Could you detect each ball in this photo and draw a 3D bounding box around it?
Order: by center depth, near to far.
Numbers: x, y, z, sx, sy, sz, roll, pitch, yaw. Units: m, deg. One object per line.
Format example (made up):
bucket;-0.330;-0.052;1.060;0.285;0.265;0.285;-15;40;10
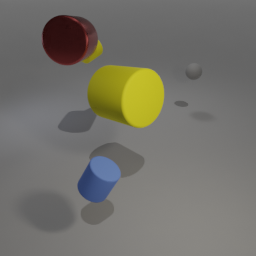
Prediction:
ball;2.825;-2.417;12.020;0.700;0.700;0.700;0;29;0

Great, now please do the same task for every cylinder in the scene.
cylinder;-0.613;1.075;5.879;0.700;0.700;0.700;24;30;-14
cylinder;-0.063;-0.817;6.991;1.400;1.400;1.400;-24;28;-37
cylinder;-1.752;-2.737;8.699;1.400;1.400;1.400;3;20;5
cylinder;-1.375;-2.763;9.950;0.700;0.700;0.700;21;51;34
